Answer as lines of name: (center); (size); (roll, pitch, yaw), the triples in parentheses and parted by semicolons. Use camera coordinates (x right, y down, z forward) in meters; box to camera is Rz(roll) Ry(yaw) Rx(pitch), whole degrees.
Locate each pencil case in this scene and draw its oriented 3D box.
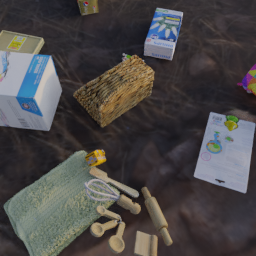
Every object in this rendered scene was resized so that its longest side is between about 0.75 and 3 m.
pencil case: (4.686, -0.877, 8.347); (1.212, 1.212, 2.743); (-30, 61, -17)

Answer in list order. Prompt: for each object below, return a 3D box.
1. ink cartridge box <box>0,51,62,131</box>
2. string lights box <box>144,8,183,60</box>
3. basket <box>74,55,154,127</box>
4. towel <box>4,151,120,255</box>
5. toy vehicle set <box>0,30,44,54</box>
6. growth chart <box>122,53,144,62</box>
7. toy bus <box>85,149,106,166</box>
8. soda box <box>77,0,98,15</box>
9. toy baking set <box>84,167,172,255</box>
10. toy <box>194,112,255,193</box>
ink cartridge box: (-3.329, -1.086, 8.139); (2.218, 1.633, 1.604); (6, 59, 4)
string lights box: (1.303, -3.431, 10.181); (1.028, 0.590, 2.000); (13, 59, 8)
basket: (-0.492, -1.376, 8.328); (2.128, 1.519, 1.585); (-35, 67, -17)
towel: (-1.641, 1.852, 7.030); (2.539, 0.463, 1.884); (-36, 66, -20)
toy vehicle set: (-4.008, -2.984, 10.130); (1.654, 0.219, 1.028); (14, 59, 8)
growth chart: (0.064, -1.970, 9.581); (0.952, 0.117, 1.315); (16, 61, 9)
toy bus: (-0.827, 0.779, 7.401); (0.303, 0.930, 0.364); (-30, 81, 7)
soda box: (-1.789, -5.602, 11.455); (0.733, 0.693, 2.165); (-13, 60, -7)
toy baking set: (-0.042, 1.839, 6.540); (1.937, 0.294, 2.524); (13, 33, -28)
toy: (2.669, 0.657, 7.728); (1.299, 0.533, 2.257); (16, 59, 13)
